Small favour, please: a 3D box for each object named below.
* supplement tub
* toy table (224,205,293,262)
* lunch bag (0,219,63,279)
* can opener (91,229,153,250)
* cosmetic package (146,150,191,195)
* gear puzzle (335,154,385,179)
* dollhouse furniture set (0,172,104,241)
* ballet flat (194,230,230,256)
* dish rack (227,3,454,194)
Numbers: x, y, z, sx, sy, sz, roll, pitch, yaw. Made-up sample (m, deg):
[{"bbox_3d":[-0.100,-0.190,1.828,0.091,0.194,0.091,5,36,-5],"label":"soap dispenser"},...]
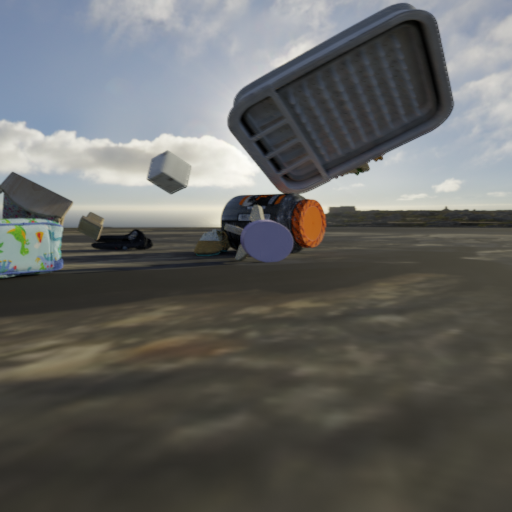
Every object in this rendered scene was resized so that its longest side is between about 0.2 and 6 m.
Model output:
[{"bbox_3d":[0.344,-0.666,11.416,1.966,1.205,1.205,3,5,38],"label":"supplement tub"},{"bbox_3d":[0.028,-0.287,8.839,1.014,0.932,0.594,30,-2,-43],"label":"toy table"},{"bbox_3d":[-3.215,-0.099,6.527,1.350,0.693,1.680,3,5,21],"label":"lunch bag"},{"bbox_3d":[-3.012,-0.283,12.392,1.409,0.554,0.447,-2,42,13],"label":"can opener"},{"bbox_3d":[-2.076,-1.985,13.369,0.645,0.646,0.783,-18,-35,41],"label":"cosmetic package"},{"bbox_3d":[1.971,-2.501,13.361,2.757,1.428,0.361,-13,-14,-31],"label":"gear puzzle"},{"bbox_3d":[-3.414,-0.076,7.488,2.229,1.088,1.901,26,-43,-7],"label":"dollhouse furniture set"},{"bbox_3d":[-0.870,-0.269,10.849,0.520,0.478,1.516,0,4,8],"label":"ballet flat"},{"bbox_3d":[1.605,-2.880,10.619,3.877,0.844,3.327,-24,-32,15],"label":"dish rack"}]
